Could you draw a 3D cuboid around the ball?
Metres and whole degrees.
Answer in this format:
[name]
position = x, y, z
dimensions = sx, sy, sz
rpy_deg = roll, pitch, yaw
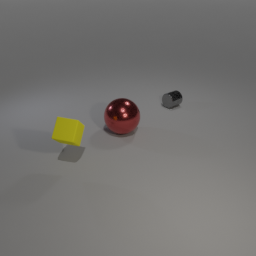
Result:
[ball]
position = -0.225, -0.451, 10.754
dimensions = 1.400, 1.400, 1.400
rpy_deg = 0, 28, 0

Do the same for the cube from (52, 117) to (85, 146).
[cube]
position = -1.832, 0.119, 8.648
dimensions = 0.700, 0.700, 0.700
rpy_deg = 10, -12, 10

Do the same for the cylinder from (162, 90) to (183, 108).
[cylinder]
position = 2.067, -1.345, 13.105
dimensions = 0.700, 0.700, 0.700
rpy_deg = -22, 35, -35
